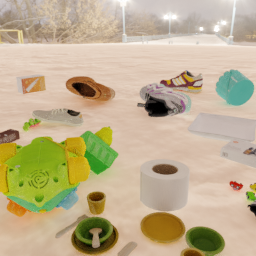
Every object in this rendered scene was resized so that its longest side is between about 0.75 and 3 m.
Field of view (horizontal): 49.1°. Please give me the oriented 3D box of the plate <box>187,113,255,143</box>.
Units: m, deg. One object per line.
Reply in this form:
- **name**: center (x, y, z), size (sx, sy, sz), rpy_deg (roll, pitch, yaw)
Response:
- **plate**: center (3.417, 0.011, 10.055), size (2.158, 0.350, 2.163), rpy_deg (11, 23, 23)

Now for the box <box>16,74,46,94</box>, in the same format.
- **box**: center (-5.450, -2.487, 15.790), size (1.397, 0.869, 0.681), rpy_deg (-19, 28, -40)

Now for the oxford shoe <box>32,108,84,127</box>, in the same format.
- **oxford shoe**: center (-2.644, -0.515, 10.683), size (1.961, 0.566, 0.737), rpy_deg (9, 28, -4)

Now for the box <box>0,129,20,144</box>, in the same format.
- **box**: center (-4.085, 0.328, 9.287), size (0.439, 0.329, 0.878), rpy_deg (10, 22, 25)

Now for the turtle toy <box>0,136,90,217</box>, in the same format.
- **turtle toy**: center (-1.847, 0.973, 6.175), size (1.928, 1.337, 2.645), rpy_deg (-5, 22, -11)

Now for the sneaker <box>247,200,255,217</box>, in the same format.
- **sneaker**: center (2.855, 1.752, 5.589), size (0.685, 0.381, 0.980), rpy_deg (-13, 15, -26)

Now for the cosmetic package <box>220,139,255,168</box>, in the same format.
- **cosmetic package**: center (3.526, 0.743, 8.198), size (1.303, 0.337, 0.982), rpy_deg (17, 24, 38)

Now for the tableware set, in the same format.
- **tableware set**: center (0.195, 1.880, 5.120), size (2.794, 0.429, 1.882), rpy_deg (15, 25, 35)

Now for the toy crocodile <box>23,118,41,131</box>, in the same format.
- **toy crocodile**: center (-3.583, -0.193, 10.624), size (0.380, 0.347, 1.125), rpy_deg (-32, 5, 22)

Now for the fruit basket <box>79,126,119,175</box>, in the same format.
- **fruit basket**: center (-0.814, 0.483, 7.429), size (0.869, 1.205, 1.205), rpy_deg (-34, 2, 32)

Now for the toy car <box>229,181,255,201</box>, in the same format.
- **toy car**: center (2.781, 1.493, 6.476), size (0.763, 0.170, 0.718), rpy_deg (2, 22, 7)

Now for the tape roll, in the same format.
- **tape roll**: center (0.803, 1.237, 6.214), size (1.094, 0.751, 1.094), rpy_deg (0, 16, 0)

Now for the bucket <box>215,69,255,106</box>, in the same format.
- **bucket**: center (5.074, -1.872, 13.286), size (1.604, 1.604, 1.043), rpy_deg (-6, 34, -14)

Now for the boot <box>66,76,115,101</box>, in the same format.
- **boot**: center (-2.206, -1.976, 13.530), size (2.889, 1.065, 2.235), rpy_deg (13, 10, 18)

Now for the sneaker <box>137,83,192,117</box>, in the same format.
- **sneaker**: center (1.029, -1.180, 12.054), size (2.040, 1.134, 2.916), rpy_deg (-18, 25, -37)

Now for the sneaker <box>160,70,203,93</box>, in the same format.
- **sneaker**: center (3.059, -2.780, 16.120), size (2.610, 1.176, 0.978), rpy_deg (13, 24, 29)
